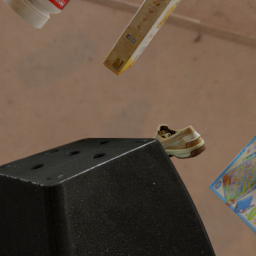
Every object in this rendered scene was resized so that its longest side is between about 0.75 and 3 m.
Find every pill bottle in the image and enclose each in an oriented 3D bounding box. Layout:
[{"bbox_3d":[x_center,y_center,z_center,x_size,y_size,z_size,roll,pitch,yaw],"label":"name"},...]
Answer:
[{"bbox_3d":[-1.699,-3.438,6.269,2.235,1.273,1.273,-45,74,13],"label":"pill bottle"}]

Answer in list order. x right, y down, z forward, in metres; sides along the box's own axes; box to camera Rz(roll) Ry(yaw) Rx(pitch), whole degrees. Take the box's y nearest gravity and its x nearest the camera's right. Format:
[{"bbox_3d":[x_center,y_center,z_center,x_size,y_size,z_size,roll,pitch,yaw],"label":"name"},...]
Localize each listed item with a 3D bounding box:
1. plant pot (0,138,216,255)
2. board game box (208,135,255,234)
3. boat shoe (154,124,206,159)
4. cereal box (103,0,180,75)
[{"bbox_3d":[-0.528,1.358,3.725,2.444,2.438,2.168,-20,102,-43],"label":"plant pot"},{"bbox_3d":[2.363,0.720,4.502,1.838,0.315,1.236,-50,41,7],"label":"board game box"},{"bbox_3d":[0.692,0.202,4.986,0.552,1.540,0.587,-33,100,-34],"label":"boat shoe"},{"bbox_3d":[0.397,-1.868,4.823,0.388,1.411,1.962,38,112,-3],"label":"cereal box"}]
